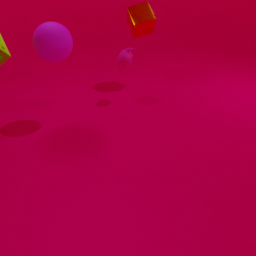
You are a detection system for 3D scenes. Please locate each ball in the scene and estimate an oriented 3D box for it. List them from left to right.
[{"bbox_3d":[-2.135,-2.428,7.962,1.112,1.112,1.112,0,29,0],"label":"ball"}]

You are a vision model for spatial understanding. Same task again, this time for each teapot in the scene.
[{"bbox_3d":[-0.063,-2.480,10.024,0.542,1.107,0.688,31,36,2],"label":"teapot"}]

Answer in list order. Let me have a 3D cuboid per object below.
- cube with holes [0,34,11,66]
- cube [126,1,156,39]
[{"bbox_3d":[-4.430,-2.336,7.906,1.283,1.283,1.283,-38,62,8],"label":"cube with holes"},{"bbox_3d":[0.502,-4.283,11.158,0.896,0.896,0.896,-19,74,-5],"label":"cube"}]
